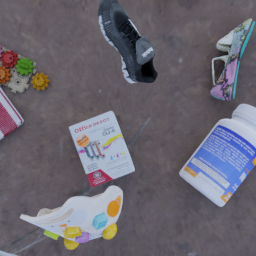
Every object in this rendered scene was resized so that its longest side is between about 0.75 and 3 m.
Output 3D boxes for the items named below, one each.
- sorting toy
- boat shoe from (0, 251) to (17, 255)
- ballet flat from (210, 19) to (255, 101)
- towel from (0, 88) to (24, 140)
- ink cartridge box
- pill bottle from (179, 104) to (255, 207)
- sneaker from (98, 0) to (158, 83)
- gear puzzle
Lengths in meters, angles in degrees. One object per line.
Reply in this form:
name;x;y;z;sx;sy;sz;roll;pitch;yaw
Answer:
sorting toy;-1.334;2.005;6.377;2.118;1.906;1.131;-21;59;13
boat shoe;-2.788;2.835;5.778;1.680;0.521;0.605;36;80;-42
ballet flat;3.258;-2.265;9.037;0.985;0.957;2.768;16;88;19
towel;-4.743;-0.183;9.210;2.236;0.254;1.611;-37;88;-1
ink cartridge box;-0.769;0.601;8.620;1.387;1.381;1.909;-21;88;-1
pill bottle;3.038;0.759;8.499;1.626;1.626;2.902;39;89;1
sneaker;0.123;-1.792;6.035;0.972;2.149;0.714;25;63;42
gear puzzle;-3.762;-1.849;9.238;2.442;0.320;1.265;25;88;1
